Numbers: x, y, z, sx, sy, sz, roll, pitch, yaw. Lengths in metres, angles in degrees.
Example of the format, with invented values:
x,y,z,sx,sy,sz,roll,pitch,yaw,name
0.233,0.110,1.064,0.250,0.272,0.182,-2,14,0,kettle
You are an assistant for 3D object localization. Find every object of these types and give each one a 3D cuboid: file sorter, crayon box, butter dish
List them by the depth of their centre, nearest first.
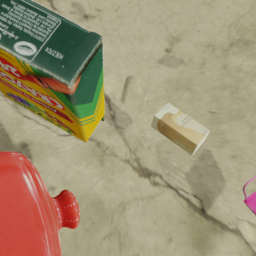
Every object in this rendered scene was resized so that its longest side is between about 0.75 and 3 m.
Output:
x,y,z,sx,sy,sz,roll,pitch,yaw,name
-1.482,1.276,3.478,1.827,2.472,2.465,-14,79,-30,butter dish
-1.252,-0.683,4.229,1.790,2.820,0.716,29,74,5,crayon box
2.732,1.316,4.533,1.002,0.904,1.442,-37,48,1,file sorter

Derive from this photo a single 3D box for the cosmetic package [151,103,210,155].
x,y,z,sx,sy,sz,roll,pitch,yaw,name
0.928,0.006,5.023,0.927,0.329,0.487,35,54,17,cosmetic package
